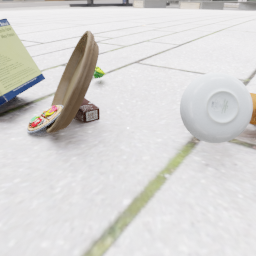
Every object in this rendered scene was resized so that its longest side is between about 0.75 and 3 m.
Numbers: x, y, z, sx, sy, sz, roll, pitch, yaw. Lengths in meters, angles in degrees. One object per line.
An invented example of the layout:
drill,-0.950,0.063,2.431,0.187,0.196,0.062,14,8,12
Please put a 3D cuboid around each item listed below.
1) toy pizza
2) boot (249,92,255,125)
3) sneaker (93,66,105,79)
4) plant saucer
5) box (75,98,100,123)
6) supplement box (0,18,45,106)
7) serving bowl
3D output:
toy pizza,-2.324,-0.307,7.760,1.196,0.190,1.196,-25,27,14
boot,3.183,-0.431,7.133,2.914,1.117,2.262,9,8,-17
sneaker,-1.181,-2.171,11.242,0.392,0.442,1.058,47,4,4
plant saucer,-1.501,-1.184,7.551,0.428,2.908,2.908,22,20,-23
box,-1.363,-0.578,8.594,0.561,0.419,1.119,-16,30,-31
supplement box,-4.215,-1.869,8.623,1.505,2.239,2.241,-23,19,24
serving bowl,2.038,-0.461,6.305,1.659,1.659,0.546,0,1,1
